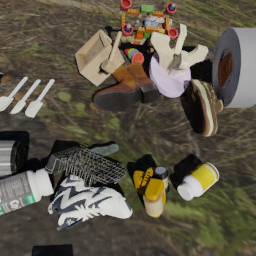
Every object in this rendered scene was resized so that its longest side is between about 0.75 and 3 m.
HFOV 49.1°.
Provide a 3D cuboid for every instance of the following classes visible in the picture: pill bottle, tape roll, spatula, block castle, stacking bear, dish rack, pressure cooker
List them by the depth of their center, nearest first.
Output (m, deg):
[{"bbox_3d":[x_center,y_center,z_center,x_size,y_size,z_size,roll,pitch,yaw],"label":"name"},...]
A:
[{"bbox_3d":[-2.984,1.726,7.798,1.629,0.921,0.921,-18,46,-17],"label":"pill bottle"},{"bbox_3d":[-1.128,1.164,8.128,2.086,0.569,1.600,20,14,16],"label":"dish rack"},{"bbox_3d":[2.030,1.560,8.151,1.206,0.676,0.676,-30,51,-29],"label":"pill bottle"},{"bbox_3d":[-3.875,0.961,8.399,1.373,1.208,1.226,0,40,-5],"label":"pressure cooker"},{"bbox_3d":[4.064,-2.205,10.457,0.961,2.910,2.910,1,44,-1],"label":"tape roll"},{"bbox_3d":[-4.208,-1.402,11.607,1.772,0.205,2.548,6,44,8],"label":"spatula"},{"bbox_3d":[0.845,-4.460,11.707,2.413,1.132,1.612,0,83,-14],"label":"block castle"},{"bbox_3d":[0.225,-3.585,13.649,0.653,0.612,1.076,-20,42,-20],"label":"stacking bear"}]

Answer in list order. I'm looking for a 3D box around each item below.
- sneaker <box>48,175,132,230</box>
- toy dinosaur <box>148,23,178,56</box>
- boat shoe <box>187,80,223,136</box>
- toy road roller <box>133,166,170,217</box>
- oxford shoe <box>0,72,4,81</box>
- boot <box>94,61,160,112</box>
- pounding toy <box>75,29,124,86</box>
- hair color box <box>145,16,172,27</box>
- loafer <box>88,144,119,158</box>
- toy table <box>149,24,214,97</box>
[{"bbox_3d":[-1.119,2.201,7.335,2.226,0.888,1.448,21,49,21],"label":"sneaker"},{"bbox_3d":[1.640,-4.578,13.661,1.234,1.949,2.876,-1,43,-1],"label":"toy dinosaur"},{"bbox_3d":[3.022,-0.862,10.411,1.120,1.118,3.027,4,43,-4],"label":"boat shoe"},{"bbox_3d":[0.576,1.722,7.905,1.007,0.848,1.380,3,37,21],"label":"toy road roller"},{"bbox_3d":[-5.870,-1.938,11.875,0.660,0.622,1.765,9,45,1],"label":"oxford shoe"},{"bbox_3d":[-0.350,-1.978,11.683,2.689,0.978,2.857,-17,43,-9],"label":"boot"},{"bbox_3d":[-0.828,-2.877,11.702,2.336,1.216,2.659,-39,43,17],"label":"pounding toy"},{"bbox_3d":[1.773,-6.153,16.404,1.453,0.440,0.727,18,46,18],"label":"hair color box"},{"bbox_3d":[-0.822,0.772,9.297,1.020,0.367,0.321,-13,0,-14],"label":"loafer"},{"bbox_3d":[2.028,-2.886,11.707,2.644,1.684,2.876,4,53,-16],"label":"toy table"}]
